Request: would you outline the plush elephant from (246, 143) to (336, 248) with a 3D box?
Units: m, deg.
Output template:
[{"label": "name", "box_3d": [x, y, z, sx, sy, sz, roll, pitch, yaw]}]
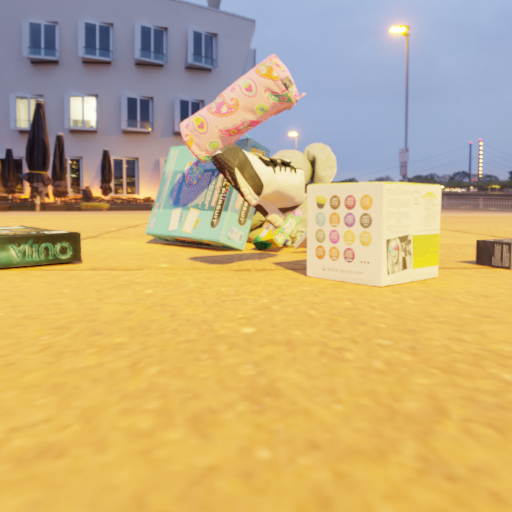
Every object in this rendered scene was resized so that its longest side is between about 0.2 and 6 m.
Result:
[{"label": "plush elephant", "box_3d": [0.669, -1.492, 13.572, 2.550, 2.397, 3.096, -1, 6, -11]}]

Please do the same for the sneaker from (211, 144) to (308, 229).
[{"label": "sneaker", "box_3d": [0.142, -1.208, 8.451, 0.972, 0.896, 2.430, -41, -20, 8]}]

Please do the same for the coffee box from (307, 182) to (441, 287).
[{"label": "coffee box", "box_3d": [1.608, -0.350, 7.715, 1.328, 1.313, 1.326, -5, 8, -41]}]

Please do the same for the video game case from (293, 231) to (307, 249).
[{"label": "video game case", "box_3d": [1.350, -0.537, 10.950, 0.872, 0.108, 1.218, -12, -23, -31]}]

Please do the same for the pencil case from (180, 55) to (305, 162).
[{"label": "pencil case", "box_3d": [-0.306, -2.821, 10.949, 2.454, 1.073, 1.073, -30, -6, 21]}]

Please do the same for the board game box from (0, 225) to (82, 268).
[{"label": "board game box", "box_3d": [-5.293, -0.104, 9.041, 4.039, 0.569, 2.732, -5, 8, -39]}]

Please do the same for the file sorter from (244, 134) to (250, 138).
[{"label": "file sorter", "box_3d": [-1.057, -1.941, 14.846, 2.702, 1.658, 1.875, -47, -16, 24]}]

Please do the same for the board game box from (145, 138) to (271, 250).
[{"label": "board game box", "box_3d": [-1.168, -1.381, 12.660, 0.702, 2.260, 2.994, 21, -9, -41]}]

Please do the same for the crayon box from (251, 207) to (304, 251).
[{"label": "crayon box", "box_3d": [0.443, -0.576, 11.626, 0.962, 0.280, 0.830, -54, 21, -25]}]

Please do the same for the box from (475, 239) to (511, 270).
[{"label": "box", "box_3d": [4.089, -0.042, 9.026, 0.743, 0.444, 0.756, -2, 6, -23]}]
